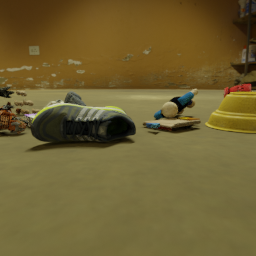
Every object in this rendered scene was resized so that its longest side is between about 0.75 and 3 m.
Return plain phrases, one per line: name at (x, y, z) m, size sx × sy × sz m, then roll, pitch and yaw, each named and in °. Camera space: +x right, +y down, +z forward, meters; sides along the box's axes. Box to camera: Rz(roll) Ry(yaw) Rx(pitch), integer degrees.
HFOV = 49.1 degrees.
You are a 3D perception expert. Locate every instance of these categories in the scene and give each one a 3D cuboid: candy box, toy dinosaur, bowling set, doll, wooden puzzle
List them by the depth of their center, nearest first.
toy dinosaur at (-3.917, -0.521, 7.960) m, size 2.191 × 1.119 × 1.487 m, roll 37°, pitch 24°, yaw -17°
wooden puzzle at (1.411, -0.124, 9.002) m, size 2.280 × 0.267 × 1.538 m, roll -6°, pitch 7°, yaw -33°
candy box at (-2.917, -0.260, 9.370) m, size 0.838 × 0.357 × 0.999 m, roll -7°, pitch 12°, yaw -35°
doll at (1.899, -0.868, 10.822) m, size 1.937 × 0.688 × 2.839 m, roll -33°, pitch -5°, yaw 25°
bowling set at (-4.634, -0.902, 12.354) m, size 0.959 × 1.378 × 0.740 m, roll -42°, pitch -2°, yaw 6°

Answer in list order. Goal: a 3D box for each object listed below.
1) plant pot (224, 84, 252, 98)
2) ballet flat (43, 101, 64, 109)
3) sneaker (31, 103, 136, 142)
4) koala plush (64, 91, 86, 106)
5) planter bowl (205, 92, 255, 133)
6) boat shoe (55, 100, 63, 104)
plant pot at (5.136, -1.374, 13.124) m, size 1.210 × 1.329 × 1.329 m, roll 1°, pitch 9°, yaw 22°
ballet flat at (-2.630, -0.640, 10.509) m, size 2.140 × 0.770 × 0.770 m, roll 6°, pitch 11°, yaw 32°
sneaker at (-0.972, -0.095, 6.794) m, size 2.637 × 0.974 × 1.067 m, roll -7°, pitch 15°, yaw -29°
koala plush at (-1.249, -0.256, 8.042) m, size 1.290 × 1.185 × 1.144 m, roll 18°, pitch 12°, yaw -24°
planter bowl at (3.952, -0.605, 9.141) m, size 2.722 × 1.134 × 2.722 m, roll 0°, pitch 10°, yaw 0°
boat shoe at (-3.318, -1.108, 13.717) m, size 0.634 × 0.575 × 1.723 m, roll -5°, pitch 11°, yaw -27°
